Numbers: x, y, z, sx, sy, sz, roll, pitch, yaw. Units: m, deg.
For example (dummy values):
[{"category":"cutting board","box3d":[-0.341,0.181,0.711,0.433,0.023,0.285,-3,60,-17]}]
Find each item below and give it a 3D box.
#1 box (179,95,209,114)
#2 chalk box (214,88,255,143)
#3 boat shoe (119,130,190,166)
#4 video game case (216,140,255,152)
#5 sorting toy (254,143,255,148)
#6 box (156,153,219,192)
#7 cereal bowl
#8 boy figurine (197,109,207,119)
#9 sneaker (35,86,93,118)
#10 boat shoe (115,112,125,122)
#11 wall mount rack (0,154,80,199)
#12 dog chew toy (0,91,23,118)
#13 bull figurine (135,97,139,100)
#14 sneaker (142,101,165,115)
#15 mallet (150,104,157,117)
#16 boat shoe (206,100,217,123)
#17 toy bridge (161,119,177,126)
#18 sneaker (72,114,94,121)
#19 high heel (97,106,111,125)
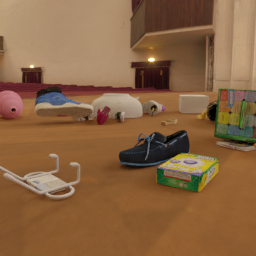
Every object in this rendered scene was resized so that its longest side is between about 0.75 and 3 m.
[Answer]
[{"category":"box","box3d":[3.717,-1.383,16.001,1.495,0.977,1.488,1,10,5]},{"category":"chalk box","box3d":[3.293,-0.365,7.883,1.401,1.408,2.263,9,6,31]},{"category":"boat shoe","box3d":[0.590,0.388,6.337,1.972,0.677,0.830,-9,13,-43]},{"category":"video game case","box3d":[3.119,0.454,7.682,1.009,0.116,0.920,-5,11,-33]},{"category":"sorting toy","box3d":[3.920,0.618,6.265,2.062,0.281,1.161,8,8,39]},{"category":"box","box3d":[1.177,0.762,5.224,0.799,0.329,1.362,6,10,31]},{"category":"cereal bowl","box3d":[-0.598,-1.174,14.345,2.754,1.147,2.754,1,10,0]},{"category":"boy figurine","box3d":[3.611,-0.629,13.182,0.830,0.516,0.268,-35,44,-14]},{"category":"sneaker","box3d":[-2.727,-1.191,12.042,2.417,1.344,0.928,-2,-31,-14]},{"category":"boat shoe","box3d":[-0.372,-0.504,12.349,0.440,0.447,1.240,14,-1,-1]},{"category":"wall mount rack","box3d":[-1.519,0.764,4.596,1.208,0.518,1.390,-8,12,-40]},{"category":"dog chew toy","box3d":[-5.647,-1.048,13.369,1.317,1.317,2.115,-5,17,-29]},{"category":"bull figurine","box3d":[-0.303,-1.527,17.093,1.698,0.911,2.796,-2,10,-12]},{"category":"sneaker","box3d":[1.602,-1.116,15.232,1.191,0.757,2.089,0,9,-17]},{"category":"mallet","box3d":[1.199,-0.819,13.874,0.310,0.194,0.941,-35,21,36]},{"category":"boat shoe","box3d":[3.782,-0.672,11.747,0.829,0.991,2.772,5,13,-4]},{"category":"toy bridge","box3d":[1.820,-0.249,11.736,0.398,0.161,1.184,10,13,33]},{"category":"sneaker","box3d":[-2.129,-0.546,12.834,0.997,0.398,0.649,-6,8,-25]},{"category":"high heel","box3d":[-1.222,-0.414,12.185,0.587,0.837,1.741,32,-15,-4]}]
